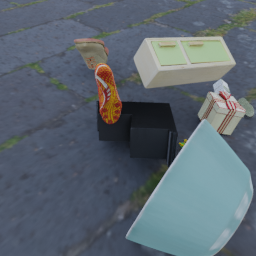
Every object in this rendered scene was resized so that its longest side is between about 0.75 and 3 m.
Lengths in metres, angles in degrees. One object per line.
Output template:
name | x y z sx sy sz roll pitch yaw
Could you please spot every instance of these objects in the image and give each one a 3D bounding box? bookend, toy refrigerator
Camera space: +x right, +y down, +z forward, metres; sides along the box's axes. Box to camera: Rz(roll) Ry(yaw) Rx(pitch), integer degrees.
bookend | 0.091 0.080 6.586 1.906 0.883 1.918 2 23 1
toy refrigerator | 1.464 -1.699 7.032 2.413 0.844 0.916 -10 70 -26

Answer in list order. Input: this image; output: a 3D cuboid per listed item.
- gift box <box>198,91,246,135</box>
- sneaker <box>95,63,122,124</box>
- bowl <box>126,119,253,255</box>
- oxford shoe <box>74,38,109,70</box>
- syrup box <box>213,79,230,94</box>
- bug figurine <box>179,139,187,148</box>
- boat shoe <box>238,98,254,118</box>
gift box | 2.530 -0.445 7.481 0.963 0.899 0.889 5 38 -19
sneaker | -0.423 -0.752 6.171 0.505 1.383 0.533 -7 25 -4
bowl | 1.166 1.182 4.765 1.273 2.434 2.434 33 48 13
oxford shoe | -1.112 -2.364 9.158 0.789 0.822 2.228 2 2 15
syrup box | 2.913 -1.088 8.640 0.331 0.342 0.841 30 42 -24
bug figurine | 1.668 0.504 6.977 0.870 0.224 0.675 -23 51 -33
boat shoe | 3.495 -0.562 8.210 0.282 0.239 0.792 -26 40 17
